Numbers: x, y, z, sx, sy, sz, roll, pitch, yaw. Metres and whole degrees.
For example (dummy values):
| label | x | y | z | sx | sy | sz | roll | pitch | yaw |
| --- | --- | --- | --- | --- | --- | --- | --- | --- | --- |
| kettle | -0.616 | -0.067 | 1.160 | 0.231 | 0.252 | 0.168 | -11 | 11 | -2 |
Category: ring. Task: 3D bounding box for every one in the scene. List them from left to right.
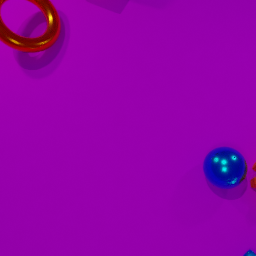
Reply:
| label | x | y | z | sx | sy | sz | roll | pitch | yaw |
| --- | --- | --- | --- | --- | --- | --- | --- | --- | --- |
| ring | -2.697 | -2.877 | 7.318 | 1.918 | 0.384 | 1.918 | 9 | 72 | -30 |

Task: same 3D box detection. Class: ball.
| label | x | y | z | sx | sy | sz | roll | pitch | yaw |
| --- | --- | --- | --- | --- | --- | --- | --- | --- | --- |
| ball | 2.161 | 0.883 | 6.260 | 0.945 | 0.945 | 0.945 | 0 | 72 | 0 |

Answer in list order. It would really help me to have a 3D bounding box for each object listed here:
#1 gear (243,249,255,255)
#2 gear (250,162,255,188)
| label | x | y | z | sx | sy | sz | roll | pitch | yaw |
| --- | --- | --- | --- | --- | --- | --- | --- | --- | --- |
| gear | 2.947 | 3.107 | 5.094 | 2.068 | 2.068 | 0.382 | -49 | 119 | -13 |
| gear | 3.732 | 1.248 | 6.343 | 1.734 | 0.321 | 1.734 | -2 | 66 | 5 |
